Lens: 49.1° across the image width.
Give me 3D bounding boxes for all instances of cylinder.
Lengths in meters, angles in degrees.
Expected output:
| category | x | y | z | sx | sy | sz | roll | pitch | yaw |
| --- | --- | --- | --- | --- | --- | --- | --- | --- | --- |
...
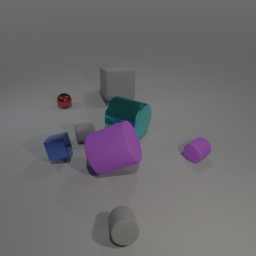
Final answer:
| category | x | y | z | sx | sy | sz | roll | pitch | yaw |
| --- | --- | --- | --- | --- | --- | --- | --- | --- | --- |
| cylinder | 2.437 | 0.767 | 9.853 | 0.700 | 0.700 | 0.700 | -25 | 40 | -34 |
| cylinder | -1.649 | 0.171 | 10.766 | 0.700 | 0.700 | 0.700 | -10 | 33 | -14 |
| cylinder | -0.113 | 2.432 | 7.028 | 0.700 | 0.700 | 0.700 | -5 | 15 | -7 |
| cylinder | 0.015 | -0.444 | 11.108 | 1.400 | 1.400 | 1.400 | 18 | 36 | 25 |
| cylinder | -0.449 | 0.638 | 8.993 | 1.400 | 1.400 | 1.400 | -19 | 29 | 16 |

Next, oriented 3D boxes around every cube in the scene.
| category | x | y | z | sx | sy | sz | roll | pitch | yaw |
| --- | --- | --- | --- | --- | --- | --- | --- | --- | --- |
| cube | -2.398 | 0.636 | 9.680 | 0.700 | 0.700 | 0.700 | -13 | 18 | 4 |
| cube | -0.527 | -2.203 | 13.589 | 1.400 | 1.400 | 1.400 | -6 | 21 | -17 |

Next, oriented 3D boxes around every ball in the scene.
| category | x | y | z | sx | sy | sz | roll | pitch | yaw |
| --- | --- | --- | --- | --- | --- | --- | --- | --- | --- |
| ball | -2.995 | -1.297 | 13.166 | 0.700 | 0.700 | 0.700 | 0 | 32 | 0 |
